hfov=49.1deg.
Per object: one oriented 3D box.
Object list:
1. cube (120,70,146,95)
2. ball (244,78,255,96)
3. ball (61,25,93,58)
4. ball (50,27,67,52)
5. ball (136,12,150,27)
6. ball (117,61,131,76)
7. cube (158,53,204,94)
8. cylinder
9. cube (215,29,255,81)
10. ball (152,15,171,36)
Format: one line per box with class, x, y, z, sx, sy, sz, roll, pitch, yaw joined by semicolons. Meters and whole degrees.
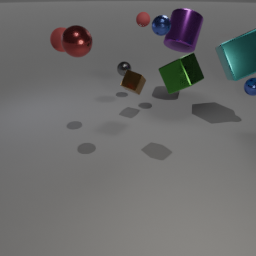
cube;0.223;-1.848;11.369;0.700;0.700;0.700;24;0;19
ball;4.836;-1.591;10.793;0.700;0.700;0.700;0;28;0
ball;-1.154;-1.955;6.338;0.700;0.700;0.700;0;28;0
ball;-1.938;-2.601;8.262;0.700;0.700;0.700;0;28;0
ball;0.751;-5.359;13.827;0.700;0.700;0.700;0;28;0
ball;-0.182;-2.846;13.483;0.700;0.700;0.700;0;28;0
cube;1.322;-1.346;6.932;0.700;0.700;0.700;-30;9;-42
cylinder;2.376;-4.155;12.051;1.400;1.400;1.400;16;1;0
cube;4.212;-2.651;10.275;1.400;1.400;1.400;-22;7;12
ball;1.193;-3.659;10.007;0.700;0.700;0.700;0;28;0
